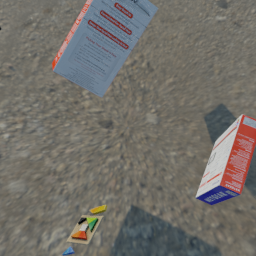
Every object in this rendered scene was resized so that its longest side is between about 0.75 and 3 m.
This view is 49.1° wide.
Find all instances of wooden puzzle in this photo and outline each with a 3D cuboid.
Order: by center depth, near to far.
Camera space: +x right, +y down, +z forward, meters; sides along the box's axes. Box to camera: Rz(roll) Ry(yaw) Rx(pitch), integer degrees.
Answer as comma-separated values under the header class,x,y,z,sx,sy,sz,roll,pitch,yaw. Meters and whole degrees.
class,x,y,z,sx,sy,sz,roll,pitch,yaw
wooden puzzle,-0.807,1.869,5.228,0.695,0.120,1.030,-19,28,31

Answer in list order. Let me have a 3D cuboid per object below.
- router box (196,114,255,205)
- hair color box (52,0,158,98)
class,x,y,z,sx,sy,sz,roll,pitch,yaw
router box,1.811,0.659,5.189,0.366,1.500,1.346,23,70,7
hair color box,-0.578,-2.089,6.444,2.412,1.338,0.771,-55,28,14
